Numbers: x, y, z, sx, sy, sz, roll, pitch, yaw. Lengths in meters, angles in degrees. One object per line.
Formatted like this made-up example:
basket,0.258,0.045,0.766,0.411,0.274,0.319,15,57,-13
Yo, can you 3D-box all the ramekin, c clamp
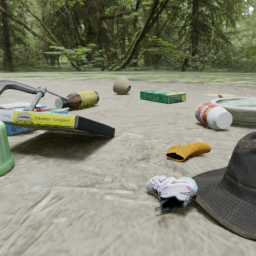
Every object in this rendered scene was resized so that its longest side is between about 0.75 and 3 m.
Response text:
ramekin,-3.359,0.414,5.648,1.918,0.937,1.918,0,14,0
c clamp,-3.348,-0.959,9.110,2.378,0.377,2.783,21,27,-8

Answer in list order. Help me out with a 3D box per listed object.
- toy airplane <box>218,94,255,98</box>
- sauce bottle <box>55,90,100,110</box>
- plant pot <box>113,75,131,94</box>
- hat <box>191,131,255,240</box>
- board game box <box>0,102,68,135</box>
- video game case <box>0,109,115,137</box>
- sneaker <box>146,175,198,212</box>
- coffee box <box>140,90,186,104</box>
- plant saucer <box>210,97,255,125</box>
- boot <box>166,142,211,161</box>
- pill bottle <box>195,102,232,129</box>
toy airplane,4.743,-1.221,13.172,2.524,0.464,2.524,-6,14,1
sauce bottle,-2.284,-1.240,12.657,0.769,0.769,2.376,9,17,33
plant pot,-0.279,-2.593,17.608,0.806,1.200,1.200,31,26,20
hat,2.373,0.643,4.425,2.788,1.125,2.788,0,15,0
board game box,-3.868,-0.428,9.879,2.864,0.524,2.166,10,18,38
video game case,-1.802,-0.091,7.298,2.291,0.323,2.535,4,-5,16
sneaker,0.539,1.056,4.332,0.950,0.369,0.664,-15,20,44
coffee box,1.863,-1.726,15.109,1.385,0.495,2.253,-10,17,-35
plant saucer,4.435,-0.596,10.174,2.815,0.707,2.815,0,15,0
boot,1.390,0.574,6.424,0.952,0.335,0.682,1,19,22
pill bottle,2.831,-0.395,9.294,0.745,0.745,1.329,-3,14,-13
